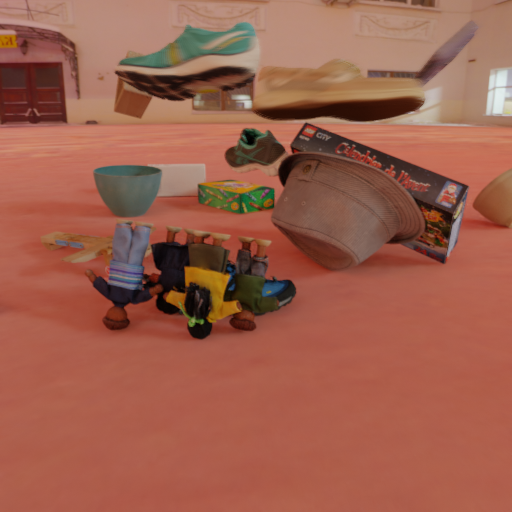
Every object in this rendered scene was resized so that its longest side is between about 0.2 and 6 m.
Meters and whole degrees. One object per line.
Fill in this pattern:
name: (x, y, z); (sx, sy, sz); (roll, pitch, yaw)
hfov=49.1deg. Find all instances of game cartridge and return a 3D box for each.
game cartridge: (3.185, -3.374, 9.608); (0.894, 0.265, 1.379); (-38, -3, -6)

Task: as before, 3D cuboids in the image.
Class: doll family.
doll family: (-1.032, 0.383, 7.535); (2.628, 1.519, 1.031); (10, 3, 25)

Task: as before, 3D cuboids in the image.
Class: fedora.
fedora: (1.326, -0.596, 9.833); (2.873, 2.541, 1.297); (22, 72, 43)

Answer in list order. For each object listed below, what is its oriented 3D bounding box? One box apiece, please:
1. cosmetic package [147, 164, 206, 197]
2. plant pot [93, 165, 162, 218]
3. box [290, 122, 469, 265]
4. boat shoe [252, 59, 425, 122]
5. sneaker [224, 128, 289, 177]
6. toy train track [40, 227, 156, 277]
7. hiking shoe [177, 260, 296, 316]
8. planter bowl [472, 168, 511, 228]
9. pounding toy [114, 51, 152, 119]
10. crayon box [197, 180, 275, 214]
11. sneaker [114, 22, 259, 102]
cosmetic package: (-2.400, -2.286, 16.894); (1.749, 0.941, 0.742); (-1, 15, -8)
plant pot: (-3.261, -1.627, 14.317); (1.700, 1.145, 1.700); (2, 18, -1)
box: (2.183, -1.103, 10.158); (3.058, 0.576, 2.088); (28, -13, 24)
boat shoe: (1.192, -2.548, 8.426); (2.635, 0.856, 0.951); (5, -4, 27)
sneaker: (-0.079, -2.164, 11.121); (0.769, 0.904, 1.981); (-48, 32, -20)
toy train track: (-3.070, -0.076, 10.557); (3.198, 0.520, 1.834); (8, 25, 41)
hiking shoe: (-0.348, 0.407, 8.222); (1.927, 0.836, 0.717); (-2, 17, -7)
planter bowl: (5.936, -1.252, 13.023); (1.413, 1.413, 0.951); (-13, 58, -36)
pounding toy: (-2.582, -3.989, 12.695); (0.922, 1.297, 1.194); (11, -20, -24)
crayon box: (-0.574, -1.651, 15.389); (1.187, 0.582, 1.999); (-14, 22, -38)
sneaker: (-1.257, -3.589, 10.323); (2.851, 1.136, 1.105); (-1, -11, 20)
